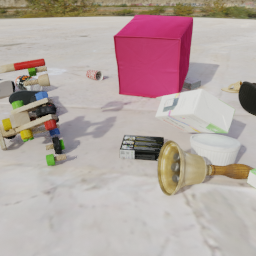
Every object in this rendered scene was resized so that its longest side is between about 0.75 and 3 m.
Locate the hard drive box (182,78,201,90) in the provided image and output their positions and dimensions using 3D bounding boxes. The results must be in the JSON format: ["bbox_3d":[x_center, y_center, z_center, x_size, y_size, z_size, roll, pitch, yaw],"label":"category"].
[{"bbox_3d":[2.991,-2.127,13.400,0.825,0.317,0.643,-24,36,-38],"label":"hard drive box"}]

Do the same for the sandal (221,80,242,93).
[{"bbox_3d":[5.118,-1.866,12.606,1.729,0.569,0.634,19,32,32],"label":"sandal"}]

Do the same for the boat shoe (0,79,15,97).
[{"bbox_3d":[-6.167,-1.577,11.839,1.152,0.928,2.485,13,21,36],"label":"boat shoe"}]

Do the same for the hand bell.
[{"bbox_3d":[2.054,1.030,6.716,2.423,1.262,1.262,6,24,-17],"label":"hand bell"}]

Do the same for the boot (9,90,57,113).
[{"bbox_3d":[-3.661,-0.863,10.678,1.566,0.624,1.900,-13,34,-21],"label":"boot"}]

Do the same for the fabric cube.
[{"bbox_3d":[1.205,-3.138,12.311,2.743,2.796,2.787,9,39,16],"label":"fabric cube"}]

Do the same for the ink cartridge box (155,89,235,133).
[{"bbox_3d":[1.747,-0.416,8.181,1.320,0.759,2.253,25,-11,-24],"label":"ink cartridge box"}]

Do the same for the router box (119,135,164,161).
[{"bbox_3d":[0.425,0.558,8.091,1.229,0.314,0.916,4,27,7],"label":"router box"}]

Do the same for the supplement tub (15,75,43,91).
[{"bbox_3d":[-4.469,-1.952,12.584,1.224,0.750,0.750,20,33,34],"label":"supplement tub"}]

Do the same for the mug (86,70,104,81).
[{"bbox_3d":[-1.695,-2.677,14.454,0.808,0.717,0.539,18,68,40],"label":"mug"}]

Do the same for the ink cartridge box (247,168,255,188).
[{"bbox_3d":[3.480,1.209,6.714,0.940,0.395,0.684,-14,30,-26],"label":"ink cartridge box"}]

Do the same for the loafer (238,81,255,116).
[{"bbox_3d":[5.210,-0.841,10.254,1.024,1.048,2.871,-7,37,-21],"label":"loafer"}]

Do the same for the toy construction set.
[{"bbox_3d":[-3.055,-0.432,7.781,2.067,2.690,2.243,-12,21,-12],"label":"toy construction set"}]

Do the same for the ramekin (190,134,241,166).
[{"bbox_3d":[2.279,0.599,7.461,1.312,0.611,1.312,3,15,-1],"label":"ramekin"}]
